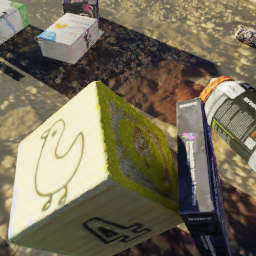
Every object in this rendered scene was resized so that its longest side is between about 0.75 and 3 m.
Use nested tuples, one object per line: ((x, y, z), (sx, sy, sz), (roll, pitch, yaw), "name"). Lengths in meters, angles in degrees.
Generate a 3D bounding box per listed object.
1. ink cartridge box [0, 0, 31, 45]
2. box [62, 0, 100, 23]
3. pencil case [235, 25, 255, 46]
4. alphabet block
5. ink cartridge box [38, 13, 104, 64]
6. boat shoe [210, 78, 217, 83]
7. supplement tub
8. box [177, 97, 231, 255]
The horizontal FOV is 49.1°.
((-5.284, -4.326, 11.366), (1.492, 0.865, 2.060), (19, 51, 16), "ink cartridge box")
((-1.984, -5.038, 11.986), (1.450, 0.886, 0.769), (0, 48, 0), "box")
((4.915, -3.522, 10.869), (1.387, 0.540, 0.620), (29, 76, 24), "pencil case")
((-0.539, 0.927, 5.237), (2.245, 2.205, 2.193), (-36, 45, 23), "alphabet block")
((-2.075, -3.600, 10.745), (1.428, 0.841, 2.480), (18, 51, 15), "ink cartridge box")
((3.167, -1.290, 9.127), (1.056, 0.384, 0.331), (35, 14, 33), "boat shoe")
((3.067, -0.172, 7.240), (1.530, 1.530, 2.498), (-24, 54, -20), "supplement tub")
((1.431, 1.205, 5.107), (0.529, 2.931, 2.095), (-9, 46, 17), "box")
